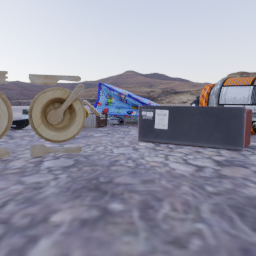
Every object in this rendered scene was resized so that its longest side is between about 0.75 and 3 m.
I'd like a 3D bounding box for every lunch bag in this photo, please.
[{"bbox_3d":[0.392,-0.727,11.237,2.899,1.364,2.183,16,3,27],"label":"lunch bag"}]

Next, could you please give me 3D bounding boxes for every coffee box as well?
[{"bbox_3d":[-1.465,-0.310,10.068,1.296,0.517,0.732,3,6,25],"label":"coffee box"}]

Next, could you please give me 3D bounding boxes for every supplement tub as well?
[{"bbox_3d":[3.478,-0.635,7.888,2.600,1.593,1.593,5,8,40],"label":"supplement tub"}]

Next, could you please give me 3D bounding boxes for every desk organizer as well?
[{"bbox_3d":[1.431,-0.063,6.161,2.315,0.830,0.891,4,5,33],"label":"desk organizer"}]

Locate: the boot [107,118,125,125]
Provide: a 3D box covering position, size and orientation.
[{"bbox_3d":[-0.491,-0.246,10.584,0.774,0.281,0.349,-4,1,-38],"label":"boot"}]

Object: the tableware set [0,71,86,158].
[{"bbox_3d":[-1.701,-0.200,4.408,2.135,1.412,0.428,-2,5,-19],"label":"tableware set"}]

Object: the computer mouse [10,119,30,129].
[{"bbox_3d":[-3.760,-0.107,9.356,1.387,0.319,0.974,-6,2,6],"label":"computer mouse"}]

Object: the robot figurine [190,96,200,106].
[{"bbox_3d":[3.183,-0.759,11.496,1.070,0.889,1.425,9,19,-26],"label":"robot figurine"}]

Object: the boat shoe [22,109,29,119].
[{"bbox_3d":[-4.582,-0.787,14.414,1.703,0.604,0.614,-5,8,-41],"label":"boat shoe"}]

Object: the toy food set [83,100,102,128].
[{"bbox_3d":[-1.888,-0.311,9.113,1.806,0.590,1.063,-7,-31,20],"label":"toy food set"}]
